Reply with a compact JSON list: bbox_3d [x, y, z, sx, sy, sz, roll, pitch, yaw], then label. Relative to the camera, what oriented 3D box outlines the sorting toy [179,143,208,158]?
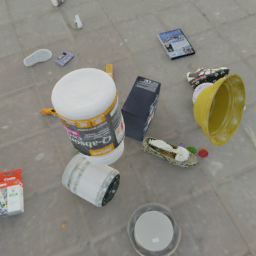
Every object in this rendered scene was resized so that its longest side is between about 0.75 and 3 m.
[{"bbox_3d":[2.599,0.799,11.121,1.179,0.409,0.406,14,38,6],"label":"sorting toy"}]

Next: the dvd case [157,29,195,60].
[{"bbox_3d":[2.413,-4.232,14.085,1.302,0.160,1.825,-16,61,-10],"label":"dvd case"}]

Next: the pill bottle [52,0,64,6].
[{"bbox_3d":[-3.836,-7.180,15.618,0.456,0.456,0.783,36,66,19],"label":"pill bottle"}]

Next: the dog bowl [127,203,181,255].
[{"bbox_3d":[0.862,3.475,9.416,1.777,0.521,1.777,0,60,0],"label":"dog bowl"}]

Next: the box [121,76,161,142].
[{"bbox_3d":[0.480,-0.710,11.038,0.993,1.907,1.737,21,62,11],"label":"box"}]

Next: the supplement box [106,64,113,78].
[{"bbox_3d":[-0.868,-2.569,13.043,0.304,0.294,0.884,-2,61,-2],"label":"supplement box"}]

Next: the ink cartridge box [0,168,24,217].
[{"bbox_3d":[-4.341,2.272,10.152,0.937,0.433,1.720,-11,62,-6],"label":"ink cartridge box"}]

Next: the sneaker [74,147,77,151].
[{"bbox_3d":[-1.841,0.427,11.213,0.419,0.458,1.092,21,62,12],"label":"sneaker"}]

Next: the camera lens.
[{"bbox_3d":[-1.248,1.841,9.858,1.728,1.382,1.382,24,63,14],"label":"camera lens"}]

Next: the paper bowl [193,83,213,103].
[{"bbox_3d":[3.437,-1.232,12.040,1.310,0.681,1.310,0,61,0],"label":"paper bowl"}]

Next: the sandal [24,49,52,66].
[{"bbox_3d":[-4.365,-3.419,13.490,1.375,0.560,0.338,-24,22,-12],"label":"sandal"}]

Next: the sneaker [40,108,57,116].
[{"bbox_3d":[-3.357,-0.739,11.974,0.831,0.321,0.303,4,61,4],"label":"sneaker"}]

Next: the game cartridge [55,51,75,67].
[{"bbox_3d":[-3.079,-3.380,13.603,0.554,0.164,0.854,33,65,13],"label":"game cartridge"}]

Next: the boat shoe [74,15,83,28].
[{"bbox_3d":[-2.704,-5.605,14.817,0.368,0.319,0.864,-21,72,-8],"label":"boat shoe"}]

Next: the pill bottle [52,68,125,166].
[{"bbox_3d":[-0.980,-0.166,8.196,1.693,2.910,1.693,-4,54,6],"label":"pill bottle"}]

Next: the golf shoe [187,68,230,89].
[{"bbox_3d":[3.659,-2.467,12.744,1.967,0.759,0.867,-17,55,-10],"label":"golf shoe"}]

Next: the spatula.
[{"bbox_3d":[3.813,-0.962,11.484,2.036,0.164,1.416,-20,94,-11],"label":"spatula"}]

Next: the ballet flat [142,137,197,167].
[{"bbox_3d":[1.592,0.886,10.724,2.241,0.844,0.760,20,64,11],"label":"ballet flat"}]

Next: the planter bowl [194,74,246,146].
[{"bbox_3d":[2.536,-0.591,8.200,0.866,2.079,2.079,20,58,43],"label":"planter bowl"}]
